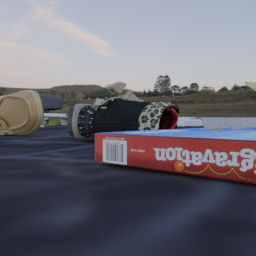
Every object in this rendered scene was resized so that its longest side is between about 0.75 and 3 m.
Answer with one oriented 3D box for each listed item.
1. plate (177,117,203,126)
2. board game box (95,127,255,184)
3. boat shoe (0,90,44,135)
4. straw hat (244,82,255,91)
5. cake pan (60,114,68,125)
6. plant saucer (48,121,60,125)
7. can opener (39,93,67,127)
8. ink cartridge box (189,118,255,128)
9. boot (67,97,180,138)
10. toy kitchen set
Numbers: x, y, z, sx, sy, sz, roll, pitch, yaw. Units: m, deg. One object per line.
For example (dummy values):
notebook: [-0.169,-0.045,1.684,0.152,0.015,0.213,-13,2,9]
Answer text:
plate: [1.694,-0.257,11.447,2.380,0.385,2.375,1,2,35]
board game box: [0.735,0.093,1.849,0.921,0.174,1.789,3,3,39]
boat shoe: [-1.952,-0.159,4.271,1.815,0.647,0.586,-10,1,40]
straw hat: [4.696,-1.148,7.561,2.757,1.167,2.757,20,23,-9]
cake pan: [-1.944,-0.391,13.526,2.857,0.524,2.857,0,1,0]
plant saucer: [-3.914,-0.241,13.581,0.964,0.231,0.962,-2,2,-33]
can opener: [-1.462,-0.425,7.941,2.917,0.969,0.768,5,-5,-12]
ink cartridge box: [1.623,-0.012,3.577,0.795,0.311,1.678,-1,4,-27]
boot: [0.114,-0.096,3.249,1.053,0.503,1.394,3,9,28]
toy kitchen set: [-0.449,-0.587,14.033,2.969,2.378,1.749,41,-17,-23]
